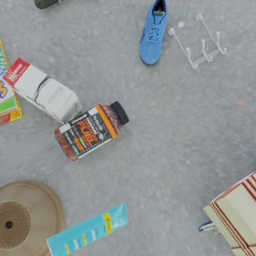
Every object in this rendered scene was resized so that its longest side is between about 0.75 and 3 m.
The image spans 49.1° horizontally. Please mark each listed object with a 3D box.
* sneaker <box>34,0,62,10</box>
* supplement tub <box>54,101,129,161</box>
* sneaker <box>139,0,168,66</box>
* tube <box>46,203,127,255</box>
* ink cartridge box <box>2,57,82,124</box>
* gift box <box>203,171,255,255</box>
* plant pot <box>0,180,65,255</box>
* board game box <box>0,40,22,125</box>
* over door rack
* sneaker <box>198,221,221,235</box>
[{"bbox_3d":[-1.891,-4.855,9.618,1.527,0.992,2.644,35,77,6],"label":"sneaker"},{"bbox_3d":[-1.023,0.010,8.298,2.090,1.118,1.118,-32,78,-7],"label":"supplement tub"},{"bbox_3d":[0.852,-3.226,9.242,0.761,0.905,2.307,12,77,1],"label":"sneaker"},{"bbox_3d":[-0.828,2.241,6.123,1.817,0.704,0.458,-20,40,-24],"label":"tube"},{"bbox_3d":[-2.488,-1.023,8.393,1.970,1.422,0.825,32,78,8],"label":"ink cartridge box"},{"bbox_3d":[3.375,2.317,7.396,1.839,1.993,1.861,-30,70,-15],"label":"gift box"},{"bbox_3d":[-3.035,2.610,7.652,2.395,1.105,2.395,0,77,0],"label":"plant pot"},{"bbox_3d":[-4.476,-1.459,9.066,1.390,0.436,2.909,-20,79,-4],"label":"board game box"},{"bbox_3d":[2.311,-2.954,9.334,1.274,0.574,1.724,-29,77,-8],"label":"over door rack"},{"bbox_3d":[2.472,2.858,7.968,0.932,0.359,0.397,-14,76,-3],"label":"sneaker"}]
